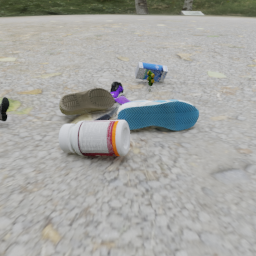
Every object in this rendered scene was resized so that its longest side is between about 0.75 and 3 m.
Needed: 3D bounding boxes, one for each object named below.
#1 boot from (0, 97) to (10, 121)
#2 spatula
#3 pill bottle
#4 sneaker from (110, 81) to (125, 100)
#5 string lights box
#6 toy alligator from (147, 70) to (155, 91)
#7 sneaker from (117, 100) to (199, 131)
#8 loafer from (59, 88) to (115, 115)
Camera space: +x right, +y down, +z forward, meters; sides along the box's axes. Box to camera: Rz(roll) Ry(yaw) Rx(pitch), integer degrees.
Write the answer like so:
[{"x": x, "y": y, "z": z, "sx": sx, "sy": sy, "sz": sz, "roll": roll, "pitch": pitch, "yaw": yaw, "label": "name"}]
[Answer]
[{"x": -4.135, "y": -0.579, "z": 8.857, "sx": 0.728, "sy": 0.836, "sz": 0.289, "roll": 6, "pitch": -2, "yaw": 27, "label": "boot"}, {"x": -0.529, "y": -0.535, "z": 9.498, "sx": 0.694, "sy": 0.252, "sz": 2.455, "roll": 37, "pitch": 43, "yaw": 12, "label": "spatula"}, {"x": -0.855, "y": 0.263, "z": 7.257, "sx": 1.686, "sy": 0.924, "sz": 0.924, "roll": -1, "pitch": 26, "yaw": 17, "label": "pill bottle"}, {"x": -0.543, "y": -1.499, "z": 11.028, "sx": 0.439, "sy": 0.628, "sz": 1.264, "roll": -2, "pitch": 20, "yaw": 21, "label": "sneaker"}, {"x": 1.057, "y": -2.532, "z": 12.759, "sx": 1.362, "sy": 0.700, "sz": 0.401, "roll": 5, "pitch": 52, "yaw": -14, "label": "string lights box"}, {"x": 0.965, "y": -1.994, "z": 11.683, "sx": 0.241, "sy": 1.005, "sz": 0.333, "roll": -30, "pitch": 49, "yaw": -28, "label": "toy alligator"}, {"x": 0.938, "y": -0.502, "z": 8.804, "sx": 2.561, "sy": 0.980, "sz": 1.035, "roll": 1, "pitch": 20, "yaw": -4, "label": "sneaker"}, {"x": -1.453, "y": -0.893, "z": 9.742, "sx": 2.148, "sy": 0.813, "sz": 0.733, "roll": -8, "pitch": -11, "yaw": -37, "label": "loafer"}]
